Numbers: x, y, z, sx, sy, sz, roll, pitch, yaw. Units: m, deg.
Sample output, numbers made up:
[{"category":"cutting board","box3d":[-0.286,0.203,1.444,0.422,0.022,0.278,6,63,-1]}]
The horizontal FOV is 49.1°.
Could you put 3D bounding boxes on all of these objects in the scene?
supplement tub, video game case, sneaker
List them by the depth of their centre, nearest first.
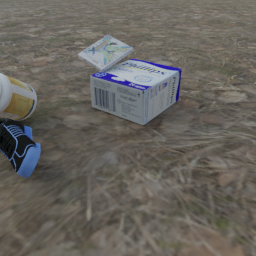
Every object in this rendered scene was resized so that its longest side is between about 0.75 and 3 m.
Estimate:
[{"category":"sneaker","box3d":[-2.485,0.356,6.004,0.841,0.757,2.160,25,5,-32]},{"category":"supplement tub","box3d":[-3.375,-0.848,7.590,1.133,1.133,1.567,11,-3,18]},{"category":"video game case","box3d":[-0.717,-2.414,8.947,1.336,0.147,1.218,-40,57,-23]}]

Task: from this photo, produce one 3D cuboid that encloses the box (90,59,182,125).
[{"category":"box","box3d":[0.284,-1.255,8.861,2.016,1.150,2.192,21,36,31]}]
